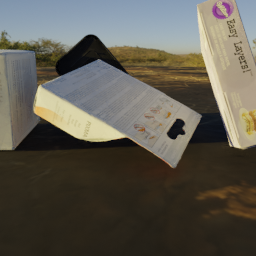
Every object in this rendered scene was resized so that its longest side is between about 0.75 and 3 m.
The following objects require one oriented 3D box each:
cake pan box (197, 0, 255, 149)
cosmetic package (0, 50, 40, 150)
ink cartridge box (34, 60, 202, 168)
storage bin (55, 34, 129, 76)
[{"bbox_3d":[1.806,-0.822,4.952,0.619,2.367,2.180,-16,-9,13],"label":"cake pan box"},{"bbox_3d":[-3.280,-0.774,6.377,1.961,1.949,2.343,0,16,-5],"label":"cosmetic package"},{"bbox_3d":[-0.069,-0.307,5.690,2.765,0.693,2.242,32,35,9],"label":"ink cartridge box"},{"bbox_3d":[-0.839,-1.420,8.089,1.462,2.163,1.014,-40,13,5],"label":"storage bin"}]
